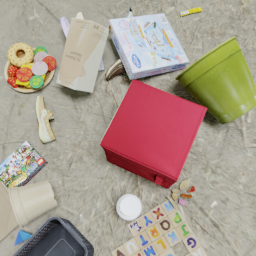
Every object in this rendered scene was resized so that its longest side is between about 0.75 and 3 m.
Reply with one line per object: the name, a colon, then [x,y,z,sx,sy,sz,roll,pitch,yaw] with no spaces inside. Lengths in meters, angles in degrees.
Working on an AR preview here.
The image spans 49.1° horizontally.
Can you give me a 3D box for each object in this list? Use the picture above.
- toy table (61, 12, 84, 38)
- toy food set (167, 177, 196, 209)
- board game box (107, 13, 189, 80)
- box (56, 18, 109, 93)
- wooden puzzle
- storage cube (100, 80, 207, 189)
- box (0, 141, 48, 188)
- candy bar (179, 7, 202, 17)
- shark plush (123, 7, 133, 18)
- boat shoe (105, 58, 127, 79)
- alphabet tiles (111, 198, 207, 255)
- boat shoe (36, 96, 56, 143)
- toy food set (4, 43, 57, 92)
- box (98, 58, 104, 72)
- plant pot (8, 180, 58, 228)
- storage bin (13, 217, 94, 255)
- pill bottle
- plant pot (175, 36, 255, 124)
toy table: [-2.110,-4.016,11.563,0.865,1.358,1.478,-20,97,9]
toy food set: [1.975,2.376,10.069,1.136,0.179,0.722,-32,75,-17]
board game box: [0.806,-3.379,11.358,2.586,0.533,2.593,-15,72,-21]
box: [-1.720,-2.694,10.557,1.188,0.972,2.501,21,101,33]
wooden puzzle: [-4.536,2.963,9.724,1.861,0.323,2.759,-36,77,1]
storage cube: [0.821,0.290,9.548,2.554,2.428,2.841,23,74,8]
box: [-3.956,1.457,10.269,1.145,0.316,1.676,42,77,12]
candy bar: [2.791,-5.185,12.495,1.066,0.118,0.266,-18,69,-5]
shark plush: [-0.072,-4.889,12.280,0.483,0.527,1.160,0,75,32]
boat shoe: [-0.117,-2.502,11.374,1.767,0.652,0.654,-42,82,-12]
alphabet tiles: [0.946,4.101,9.540,2.773,0.105,2.318,-29,75,-9]
boat shoe: [-3.119,-0.349,10.704,0.614,0.684,1.848,-9,83,-6]
toy food set: [-3.998,-2.444,11.408,2.102,0.516,2.123,9,72,3]
box: [-1.461,-2.630,11.650,0.878,0.181,0.685,-9,72,-2]
plant pot: [-3.153,2.449,9.510,1.308,1.429,1.429,-19,73,-18]
storage bin: [-2.510,4.265,8.812,1.708,1.184,2.526,40,77,18]
pill bottle: [0.035,2.620,9.231,0.824,1.581,0.824,0,72,0]
plant pot: [3.461,-1.541,10.266,2.532,2.532,2.438,-33,88,-10]
